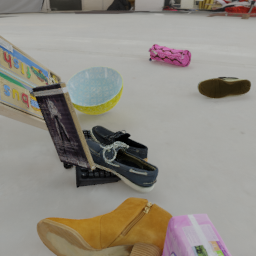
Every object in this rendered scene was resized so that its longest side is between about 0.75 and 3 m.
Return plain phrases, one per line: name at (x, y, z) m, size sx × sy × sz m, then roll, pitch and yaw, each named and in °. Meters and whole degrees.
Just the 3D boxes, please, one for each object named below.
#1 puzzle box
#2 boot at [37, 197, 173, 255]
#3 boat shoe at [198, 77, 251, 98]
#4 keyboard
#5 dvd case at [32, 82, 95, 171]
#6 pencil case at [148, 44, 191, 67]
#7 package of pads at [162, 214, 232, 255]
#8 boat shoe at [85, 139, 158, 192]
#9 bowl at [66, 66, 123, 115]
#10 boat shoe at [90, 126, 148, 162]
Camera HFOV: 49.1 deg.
puzzle box at (-2.430, -0.945, 6.996) m, size 0.346 × 1.813 × 2.725 m, roll -17°, pitch -17°, yaw 16°
boot at (-0.318, 1.652, 4.760) m, size 2.029 × 0.714 × 1.453 m, roll 16°, pitch 27°, yaw 14°
boat shoe at (3.676, -1.601, 10.959) m, size 2.152 × 0.788 × 0.698 m, roll 0°, pitch 17°, yaw -11°
keyboard at (-1.029, 0.642, 7.066) m, size 1.400 × 0.299 × 2.332 m, roll -5°, pitch 27°, yaw -10°
dvd case at (-1.372, -0.027, 5.889) m, size 0.146 × 1.827 × 1.359 m, roll -30°, pitch 21°, yaw -35°
pencil case at (2.228, -3.913, 15.063) m, size 2.244 × 1.018 × 1.051 m, roll 20°, pitch 2°, yaw 35°
package of pads at (1.006, 2.070, 3.457) m, size 0.675 × 1.076 × 1.785 m, roll -2°, pitch 27°, yaw -13°
boat shoe at (-0.242, 0.682, 6.221) m, size 1.990 × 0.615 × 0.745 m, roll 30°, pitch 32°, yaw 24°
bowl at (-1.025, -1.054, 9.279) m, size 1.897 × 1.021 × 1.897 m, roll -5°, pitch 50°, yaw 5°
boat shoe at (-0.214, 0.334, 7.037) m, size 1.865 × 0.581 × 0.696 m, roll 31°, pitch 28°, yaw 33°
